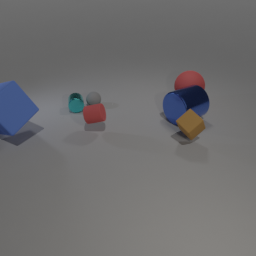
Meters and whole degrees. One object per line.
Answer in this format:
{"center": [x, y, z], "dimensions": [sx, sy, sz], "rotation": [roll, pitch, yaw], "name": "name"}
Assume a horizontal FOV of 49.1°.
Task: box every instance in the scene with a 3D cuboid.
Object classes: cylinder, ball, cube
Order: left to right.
{"center": [-4.440, -0.707, 10.191], "dimensions": [1.400, 1.400, 1.400], "rotation": [3, 47, 46], "name": "cube"}
{"center": [-2.362, -1.150, 12.722], "dimensions": [0.700, 0.700, 0.700], "rotation": [-6, 31, -10], "name": "cylinder"}
{"center": [-1.601, -1.346, 13.054], "dimensions": [0.700, 0.700, 0.700], "rotation": [0, 30, 0], "name": "ball"}
{"center": [-1.283, -0.549, 10.810], "dimensions": [0.700, 0.700, 0.700], "rotation": [-9, 28, 13], "name": "cylinder"}
{"center": [2.415, -0.977, 11.707], "dimensions": [1.400, 1.400, 1.400], "rotation": [-20, 36, -31], "name": "cylinder"}
{"center": [2.858, -1.956, 13.015], "dimensions": [1.400, 1.400, 1.400], "rotation": [0, 30, 0], "name": "ball"}
{"center": [2.272, -0.122, 10.124], "dimensions": [0.700, 0.700, 0.700], "rotation": [-41, 57, 0], "name": "cube"}
